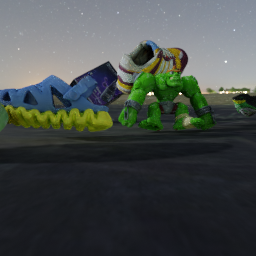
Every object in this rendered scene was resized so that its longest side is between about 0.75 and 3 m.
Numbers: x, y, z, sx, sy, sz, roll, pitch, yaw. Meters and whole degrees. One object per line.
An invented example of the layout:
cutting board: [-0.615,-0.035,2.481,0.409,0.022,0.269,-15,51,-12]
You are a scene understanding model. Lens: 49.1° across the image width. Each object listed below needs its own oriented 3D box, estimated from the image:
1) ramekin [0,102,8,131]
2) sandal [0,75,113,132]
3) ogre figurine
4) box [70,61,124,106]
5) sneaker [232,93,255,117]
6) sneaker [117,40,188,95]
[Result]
ramekin: [-2.518,-0.271,3.760,1.551,0.757,1.551,-5,29,3]
sandal: [-1.504,-0.532,5.399,2.433,1.059,0.967,4,-12,-17]
ogre figurine: [0.955,-0.677,6.868,2.388,1.432,1.172,-5,-17,3]
box: [-1.043,-1.345,9.751,1.726,1.277,0.900,-40,3,-37]
sneaker: [3.865,-0.653,8.614,0.593,0.647,1.519,-27,18,-5]
sneaker: [0.848,-1.901,7.788,1.009,1.213,2.692,39,54,25]
